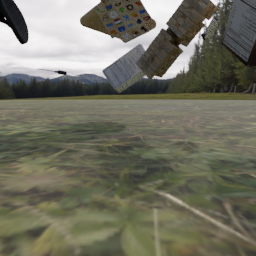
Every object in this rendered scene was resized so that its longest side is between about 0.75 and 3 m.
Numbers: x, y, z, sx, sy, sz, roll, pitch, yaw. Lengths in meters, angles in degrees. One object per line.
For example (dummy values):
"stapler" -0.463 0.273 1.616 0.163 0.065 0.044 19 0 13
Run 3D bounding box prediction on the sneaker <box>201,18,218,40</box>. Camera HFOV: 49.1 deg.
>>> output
"sneaker" 2.666 -3.200 9.201 0.460 0.799 0.302 -35 66 -20

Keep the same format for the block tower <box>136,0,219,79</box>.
"block tower" 1.332 -2.557 7.938 0.739 2.558 0.691 -2 50 -55

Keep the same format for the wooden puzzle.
"wooden puzzle" -0.399 -4.195 10.981 2.336 0.435 2.161 12 -12 -37

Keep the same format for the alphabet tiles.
"alphabet tiles" -0.127 -3.605 8.929 1.480 1.779 0.056 -27 -12 -9

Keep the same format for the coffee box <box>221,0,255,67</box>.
"coffee box" 3.389 -2.969 6.010 1.682 2.976 1.188 -13 46 -15

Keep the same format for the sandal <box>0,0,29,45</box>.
"sandal" -2.697 -2.620 5.591 0.470 2.084 0.783 -26 25 8

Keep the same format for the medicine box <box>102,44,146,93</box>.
"medicine box" 0.027 -2.267 11.029 1.764 0.908 1.607 -34 -1 4

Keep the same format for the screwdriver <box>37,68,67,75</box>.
"screwdriver" -2.783 -2.068 10.296 1.181 0.172 0.165 -6 10 -43
